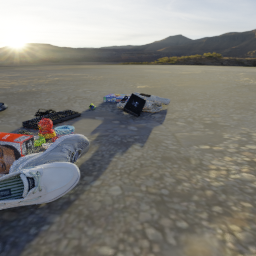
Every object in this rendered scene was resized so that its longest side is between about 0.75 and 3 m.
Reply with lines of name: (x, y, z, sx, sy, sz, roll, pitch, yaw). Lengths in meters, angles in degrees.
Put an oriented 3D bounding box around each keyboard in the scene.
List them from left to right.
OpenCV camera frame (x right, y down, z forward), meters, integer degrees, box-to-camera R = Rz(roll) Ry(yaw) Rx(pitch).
keyboard: (-3.559, -0.609, 12.803, 1.505, 0.573, 2.892, 9, 18, 28)
keyboard: (0.202, -1.181, 13.783, 1.173, 0.251, 1.954, 27, 30, -1)

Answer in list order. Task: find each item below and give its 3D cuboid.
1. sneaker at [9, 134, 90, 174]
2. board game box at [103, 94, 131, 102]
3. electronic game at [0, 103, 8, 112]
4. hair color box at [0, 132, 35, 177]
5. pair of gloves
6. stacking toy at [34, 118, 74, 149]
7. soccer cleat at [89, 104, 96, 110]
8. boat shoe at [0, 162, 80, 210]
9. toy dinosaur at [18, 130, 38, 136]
sneaker: (-1.763, 0.961, 7.328, 1.014, 0.924, 2.472, 25, 34, 25)
board game box: (-0.485, -1.850, 17.395, 1.791, 0.309, 1.212, 5, 17, 15)
electronic game: (-6.958, -0.936, 14.219, 1.680, 0.349, 1.680, -7, 20, 2)
hair color box: (-3.550, 0.686, 7.521, 2.078, 1.055, 0.636, 4, 17, 15)
pair of gloves: (0.933, -1.475, 15.570, 2.402, 0.495, 2.824, 11, 22, 23)
stacking toy: (-2.808, 0.153, 9.965, 1.630, 0.688, 1.475, 7, 18, 25)
soccer cleat: (-1.914, -1.137, 15.229, 0.355, 0.274, 0.848, 27, 5, -16)
boat shoe: (-2.058, 1.242, 5.832, 2.231, 0.821, 0.745, -18, -14, -20)
toy dinosaur: (-3.901, 0.204, 10.665, 0.943, 0.224, 0.416, 12, 13, 24)
